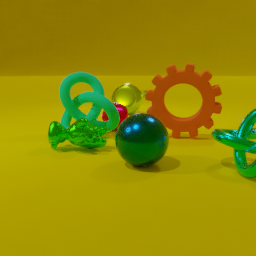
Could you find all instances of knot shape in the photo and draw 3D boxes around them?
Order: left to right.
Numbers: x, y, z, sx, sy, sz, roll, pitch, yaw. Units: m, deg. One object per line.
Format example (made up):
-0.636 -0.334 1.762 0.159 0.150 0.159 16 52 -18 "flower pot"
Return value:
-1.122 -0.628 7.225 1.766 1.653 0.816 -12 1 17 "knot shape"
2.153 0.261 4.777 1.364 0.630 1.276 -14 35 25 "knot shape"

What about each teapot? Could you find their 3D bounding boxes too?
-0.440 -0.408 8.266 0.654 0.830 1.335 30 24 -38 "teapot"
-0.067 -1.095 11.394 2.024 1.258 0.991 -21 -16 11 "teapot"

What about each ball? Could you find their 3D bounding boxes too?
0.256 0.219 5.154 0.987 0.987 0.987 0 12 0 "ball"

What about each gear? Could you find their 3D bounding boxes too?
1.390 -0.675 7.091 1.865 1.865 0.345 3 20 13 "gear"

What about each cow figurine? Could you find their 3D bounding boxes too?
-1.167 0.174 6.236 1.170 0.642 1.151 22 -29 -37 "cow figurine"
